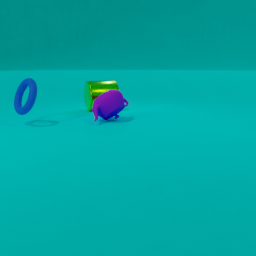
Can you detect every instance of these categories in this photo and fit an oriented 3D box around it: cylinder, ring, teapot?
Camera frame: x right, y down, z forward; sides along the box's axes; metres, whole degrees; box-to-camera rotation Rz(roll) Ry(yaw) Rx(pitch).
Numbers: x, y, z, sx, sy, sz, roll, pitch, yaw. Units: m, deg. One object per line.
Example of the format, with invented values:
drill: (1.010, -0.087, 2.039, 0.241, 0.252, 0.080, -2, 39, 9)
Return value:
cylinder: (-1.146, -1.401, 12.064, 1.266, 1.266, 1.266, -5, 14, -21)
ring: (-3.347, -1.027, 9.124, 0.250, 1.248, 1.248, 17, -2, -45)
teapot: (-0.652, -0.728, 9.819, 1.903, 0.932, 1.184, -25, -10, -45)
